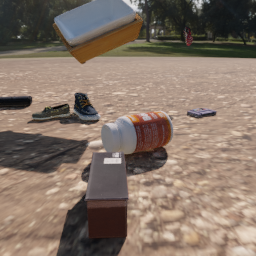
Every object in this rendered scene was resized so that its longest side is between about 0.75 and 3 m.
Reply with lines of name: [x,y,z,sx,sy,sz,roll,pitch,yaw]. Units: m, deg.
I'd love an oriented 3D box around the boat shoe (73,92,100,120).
boat shoe: [-1.516,-0.786,9.875,0.601,0.771,1.699,-11,20,-31]

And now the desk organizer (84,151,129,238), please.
desk organizer: [-0.319,0.972,4.488,0.585,0.628,1.632,-1,17,-3]

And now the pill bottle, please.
pill bottle: [0.213,0.121,6.745,1.612,0.905,0.905,-10,20,-29]

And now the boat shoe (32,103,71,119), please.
boat shoe: [-2.692,-0.577,9.803,1.399,0.418,0.500,-12,21,-34]

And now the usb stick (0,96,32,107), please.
usb stick: [-5.241,-1.093,11.459,2.557,0.417,0.709,-3,18,-8]

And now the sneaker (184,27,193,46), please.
sneaker: [2.708,-4.128,12.670,0.337,0.837,0.313,0,-7,-18]

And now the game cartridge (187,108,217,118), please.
game cartridge: [2.697,-0.578,10.263,0.938,0.180,0.608,-11,25,-31]

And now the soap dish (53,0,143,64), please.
soap dish: [-1.139,-3.701,10.415,2.845,1.155,2.238,-26,50,-9]
